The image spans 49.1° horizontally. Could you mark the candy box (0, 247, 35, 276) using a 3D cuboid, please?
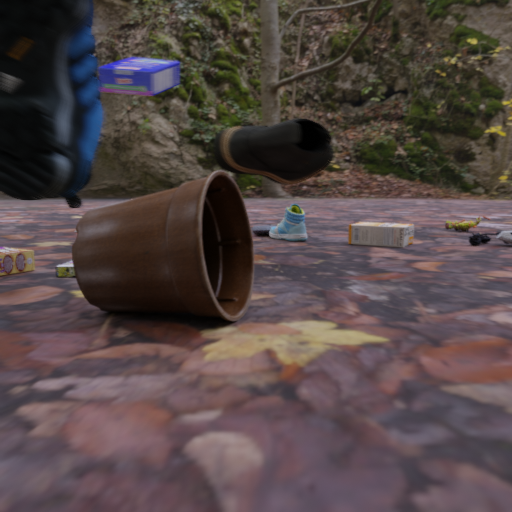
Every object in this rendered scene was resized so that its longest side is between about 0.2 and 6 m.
[{"bbox_3d":[-4.152,0.121,8.572,0.744,0.360,1.276,5,10,29],"label":"candy box"}]

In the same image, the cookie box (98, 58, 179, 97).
[{"bbox_3d":[-2.517,-3.912,12.200,1.246,0.547,1.457,10,28,14],"label":"cookie box"}]

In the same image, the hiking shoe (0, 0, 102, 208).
[{"bbox_3d":[-2.695,-2.493,7.302,1.346,3.617,1.568,9,2,6],"label":"hiking shoe"}]

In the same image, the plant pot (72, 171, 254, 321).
[{"bbox_3d":[-0.975,-0.023,5.926,1.528,1.543,1.543,-6,5,17],"label":"plant pot"}]

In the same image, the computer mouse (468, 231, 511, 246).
[{"bbox_3d":[5.689,-0.372,12.451,1.721,0.378,0.944,-2,1,31],"label":"computer mouse"}]

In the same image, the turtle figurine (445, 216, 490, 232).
[{"bbox_3d":[6.016,-0.885,16.146,1.238,0.399,0.998,-11,3,-16],"label":"turtle figurine"}]

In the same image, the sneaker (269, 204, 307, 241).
[{"bbox_3d":[0.796,-0.846,13.895,0.548,0.899,1.377,-6,9,-33],"label":"sneaker"}]

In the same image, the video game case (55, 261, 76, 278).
[{"bbox_3d":[-2.468,0.171,8.818,0.990,0.196,1.092,0,7,3],"label":"video game case"}]

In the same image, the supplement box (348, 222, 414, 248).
[{"bbox_3d":[2.857,-0.498,12.807,1.301,0.478,0.820,5,10,29],"label":"supplement box"}]

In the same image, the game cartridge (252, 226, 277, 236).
[{"bbox_3d":[0.320,-0.666,14.797,0.809,0.165,0.539,1,-9,9],"label":"game cartridge"}]

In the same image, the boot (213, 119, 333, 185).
[{"bbox_3d":[0.978,-1.999,10.638,2.978,1.154,2.060,-12,8,-42],"label":"boot"}]
